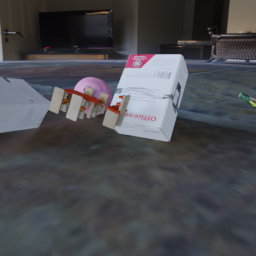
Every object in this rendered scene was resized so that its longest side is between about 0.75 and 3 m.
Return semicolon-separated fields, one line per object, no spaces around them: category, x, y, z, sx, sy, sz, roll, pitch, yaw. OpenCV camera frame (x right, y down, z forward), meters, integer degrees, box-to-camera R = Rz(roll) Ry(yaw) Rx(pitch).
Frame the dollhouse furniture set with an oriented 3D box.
dollhouse furniture set;-0.735;-0.594;6.121;1.436;0.748;1.452;22;15;14

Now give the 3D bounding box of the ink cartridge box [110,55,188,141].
ink cartridge box;0.498;-0.765;6.805;1.425;1.962;0.818;9;-22;27

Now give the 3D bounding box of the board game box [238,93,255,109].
board game box;3.866;-0.614;8.023;1.517;0.178;0.795;10;26;-39

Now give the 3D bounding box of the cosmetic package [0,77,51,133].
cosmetic package;-3.029;-0.568;6.648;1.210;0.870;2.144;37;16;12

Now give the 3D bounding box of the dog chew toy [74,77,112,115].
dog chew toy;-1.067;-0.961;8.157;1.144;1.144;1.837;0;0;1
